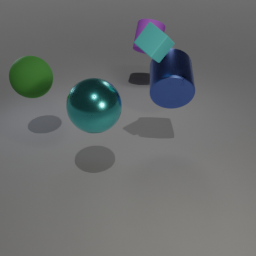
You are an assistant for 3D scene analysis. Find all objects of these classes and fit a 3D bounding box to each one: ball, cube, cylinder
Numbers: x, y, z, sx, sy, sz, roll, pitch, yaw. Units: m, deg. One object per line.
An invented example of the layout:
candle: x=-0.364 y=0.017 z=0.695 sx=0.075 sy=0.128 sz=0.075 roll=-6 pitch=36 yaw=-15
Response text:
ball: x=-3.221 y=-1.695 z=9.355 sx=1.400 sy=1.400 sz=1.400 roll=0 pitch=30 yaw=0
cube: x=0.738 y=-2.361 z=7.779 sx=0.700 sy=0.700 sz=0.700 roll=46 pitch=17 yaw=19
ball: x=-0.853 y=-0.560 z=7.106 sx=1.400 sy=1.400 sz=1.400 roll=0 pitch=30 yaw=0
cylinder: x=1.054 y=-4.532 z=14.033 sx=1.400 sy=1.400 sz=1.400 roll=11 pitch=4 yaw=-1
cylinder: x=1.403 y=-1.587 z=9.063 sx=1.400 sy=1.400 sz=1.400 roll=2 pitch=51 yaw=3
